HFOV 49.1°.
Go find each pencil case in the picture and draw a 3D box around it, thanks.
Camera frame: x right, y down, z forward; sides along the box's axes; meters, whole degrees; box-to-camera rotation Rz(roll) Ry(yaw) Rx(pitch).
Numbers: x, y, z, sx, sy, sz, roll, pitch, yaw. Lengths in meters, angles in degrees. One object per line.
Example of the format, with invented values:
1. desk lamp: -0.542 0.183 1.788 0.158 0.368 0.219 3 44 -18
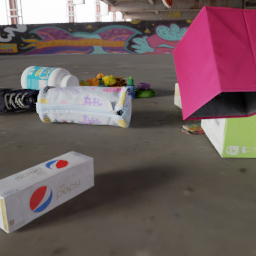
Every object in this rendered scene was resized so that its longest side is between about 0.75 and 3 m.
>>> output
1. pencil case: -1.277 -0.660 8.599 2.881 1.197 1.307 4 33 11

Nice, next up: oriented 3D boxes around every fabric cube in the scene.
1. fabric cube: 1.481 -0.866 4.111 1.211 1.207 1.188 -3 -16 -12

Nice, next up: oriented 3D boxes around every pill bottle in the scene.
1. pill bottle: -3.383 -1.978 12.362 2.467 1.367 1.367 10 21 27

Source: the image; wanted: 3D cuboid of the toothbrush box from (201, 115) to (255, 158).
1. toothbrush box: 3.571 -0.227 7.061 2.932 1.262 2.135 2 21 1

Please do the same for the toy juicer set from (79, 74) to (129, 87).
1. toy juicer set: -1.053 -2.281 13.301 2.933 0.798 1.866 -15 2 -38

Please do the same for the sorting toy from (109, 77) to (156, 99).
1. sorting toy: 0.153 -1.952 12.935 2.312 0.949 1.389 1 18 1

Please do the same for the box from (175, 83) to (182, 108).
1. box: 2.595 -1.057 10.258 1.092 0.894 2.300 -4 18 -12

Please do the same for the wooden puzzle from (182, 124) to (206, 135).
1. wooden puzzle: 2.081 0.031 8.255 1.168 0.082 0.693 -6 19 -18

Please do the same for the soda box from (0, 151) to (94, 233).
1. soda box: -1.344 0.953 4.592 0.552 0.590 1.733 13 22 36

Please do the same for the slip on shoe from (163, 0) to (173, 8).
1. slip on shoe: 0.959 -3.383 6.830 0.271 0.885 0.328 7 41 36

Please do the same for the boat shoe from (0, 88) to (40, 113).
1. boat shoe: -4.066 -1.029 10.015 1.197 0.964 2.581 4 16 37
